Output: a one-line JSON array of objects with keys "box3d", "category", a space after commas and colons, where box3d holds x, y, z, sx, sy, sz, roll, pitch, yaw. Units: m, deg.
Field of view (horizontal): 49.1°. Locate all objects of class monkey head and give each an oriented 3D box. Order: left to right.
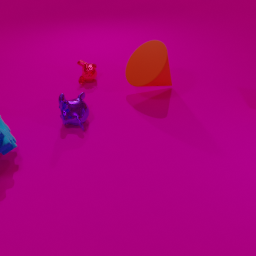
[{"box3d": [-1.437, -0.533, 7.465, 0.772, 0.922, 1.281, -4, 54, -1], "category": "monkey head"}, {"box3d": [-1.409, -1.931, 9.504, 0.727, 0.609, 1.010, 31, 47, 7], "category": "monkey head"}]

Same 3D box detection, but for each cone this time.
[{"box3d": [0.978, -1.661, 8.760, 1.525, 1.519, 1.519, 28, 14, -45], "category": "cone"}]

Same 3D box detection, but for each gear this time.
[{"box3d": [-3.116, -0.244, 6.098, 0.334, 1.804, 1.804, -35, 47, -12], "category": "gear"}]
